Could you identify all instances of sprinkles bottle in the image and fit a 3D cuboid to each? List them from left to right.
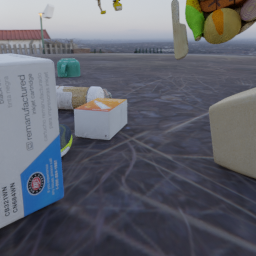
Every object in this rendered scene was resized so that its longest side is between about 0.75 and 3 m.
[{"bbox_3d":[-2.065,-1.032,9.582,2.403,0.820,0.820,4,18,13],"label":"sprinkles bottle"}]

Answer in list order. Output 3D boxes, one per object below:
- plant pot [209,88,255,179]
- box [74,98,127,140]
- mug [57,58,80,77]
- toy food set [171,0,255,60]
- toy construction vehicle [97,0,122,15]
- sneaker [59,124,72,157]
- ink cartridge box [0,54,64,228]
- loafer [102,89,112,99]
[{"bbox_3d":[2.472,0.005,5.312,1.475,1.664,1.666,-1,14,37],"label":"plant pot"},{"bbox_3d":[-0.669,-0.293,7.418,0.930,0.729,1.495,5,19,16],"label":"box"},{"bbox_3d":[-3.772,-3.879,17.973,1.460,1.099,1.777,-8,20,-24],"label":"mug"},{"bbox_3d":[1.956,-2.551,5.602,2.595,1.792,0.521,-14,-19,33],"label":"toy food set"},{"bbox_3d":[-0.597,-4.015,8.467,0.870,0.999,0.352,-28,25,-33],"label":"toy construction vehicle"},{"bbox_3d":[-1.930,0.244,5.403,0.854,0.935,2.311,9,20,27],"label":"sneaker"},{"bbox_3d":[-2.339,0.314,3.237,1.227,2.125,2.910,17,26,38],"label":"ink cartridge box"},{"bbox_3d":[-0.976,-1.361,11.400,0.329,0.376,1.046,-14,25,-20],"label":"loafer"}]
